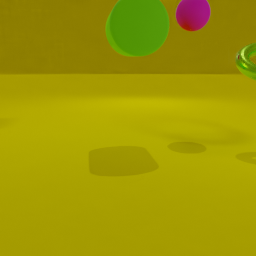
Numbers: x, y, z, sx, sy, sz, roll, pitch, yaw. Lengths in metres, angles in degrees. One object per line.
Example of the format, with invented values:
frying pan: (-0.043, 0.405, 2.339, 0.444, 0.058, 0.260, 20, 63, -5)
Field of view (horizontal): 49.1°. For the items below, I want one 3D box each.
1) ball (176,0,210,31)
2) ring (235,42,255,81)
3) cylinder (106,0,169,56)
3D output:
ball: (1.599, -2.820, 6.900, 0.833, 0.833, 0.833, 0, 12, 0)
ring: (2.942, -1.365, 5.751, 1.397, 0.279, 1.397, -3, 44, 3)
cylinder: (0.151, -2.147, 5.994, 1.191, 1.191, 1.191, -2, 14, -8)
